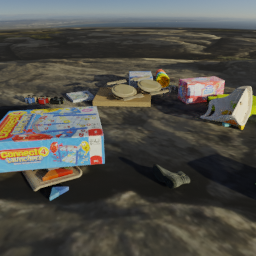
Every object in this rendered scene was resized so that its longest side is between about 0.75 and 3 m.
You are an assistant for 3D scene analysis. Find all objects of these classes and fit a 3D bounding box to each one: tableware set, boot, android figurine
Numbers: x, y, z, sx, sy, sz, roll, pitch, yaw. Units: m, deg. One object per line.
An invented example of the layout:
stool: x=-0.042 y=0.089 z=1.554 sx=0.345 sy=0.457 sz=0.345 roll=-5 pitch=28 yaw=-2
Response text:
tableware set: x=0.378 y=-1.641 z=12.520 sx=2.452 sy=0.491 sz=1.621 roll=-15 pitch=42 yaw=-28
boot: x=1.097 y=1.198 z=7.113 sx=0.605 sy=0.314 sz=0.926 roll=-9 pitch=31 yaw=-33
android figurine: x=4.464 y=-0.962 z=11.493 sx=2.317 sy=0.476 sz=2.109 roll=2 pitch=25 yaw=7

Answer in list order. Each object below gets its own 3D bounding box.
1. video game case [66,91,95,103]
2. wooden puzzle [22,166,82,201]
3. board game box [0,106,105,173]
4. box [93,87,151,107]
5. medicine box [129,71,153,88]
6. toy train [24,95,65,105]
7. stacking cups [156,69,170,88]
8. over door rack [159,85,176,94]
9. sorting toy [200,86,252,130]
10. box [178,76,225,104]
video game case: x=-2.193 y=-1.469 z=12.993 sx=1.065 sy=0.129 sz=1.168 roll=-12 pitch=27 yaw=-24
wooden puzzle: x=-2.019 y=1.089 z=7.350 sx=1.373 sy=0.238 sz=2.035 roll=-20 pitch=32 yaw=-36
board game box: x=-2.263 y=0.181 z=8.247 sx=2.900 sy=0.828 sz=2.962 roll=-4 pitch=19 yaw=-9
box: x=-0.212 y=-1.423 z=12.730 sx=2.495 sy=0.265 sz=2.039 roll=2 pitch=25 yaw=4
medicine box: x=0.642 y=-2.458 z=14.474 sx=1.168 sy=0.660 sz=1.283 roll=-1 pitch=27 yaw=-1
toy train: x=-3.696 y=-1.210 z=12.265 sx=1.856 sy=0.317 sz=0.425 roll=3 pitch=37 yaw=6
stacking cups: x=1.817 y=-2.713 z=15.229 sx=0.702 sy=0.702 sz=2.320 roll=1 pitch=20 yaw=2
over door rack: x=1.658 y=-1.839 z=13.603 sx=0.812 sy=0.366 sz=1.099 roll=-16 pitch=15 yaw=-32
sorting toy: x=3.571 y=-0.668 z=10.360 sx=1.577 sy=0.936 sz=1.752 roll=5 pitch=45 yaw=42
box: x=3.265 y=-1.734 z=12.597 sx=1.854 sy=0.951 sz=0.878 roll=-8 pitch=26 yaw=-15
